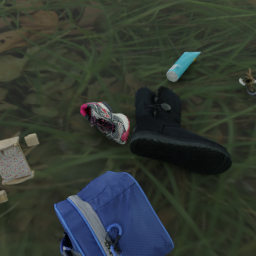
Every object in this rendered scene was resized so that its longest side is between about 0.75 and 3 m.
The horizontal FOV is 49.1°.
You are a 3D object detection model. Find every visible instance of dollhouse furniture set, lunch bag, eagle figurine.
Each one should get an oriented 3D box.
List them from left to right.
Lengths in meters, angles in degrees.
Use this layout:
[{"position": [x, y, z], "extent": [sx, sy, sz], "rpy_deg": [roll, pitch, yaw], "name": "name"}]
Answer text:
[{"position": [-2.827, 1.252, 6.436], "extent": [1.967, 1.678, 0.961], "rpy_deg": [-15, 29, -2], "name": "dollhouse furniture set"}, {"position": [-0.477, 2.009, 5.484], "extent": [1.698, 2.566, 1.743], "rpy_deg": [-31, 91, -19], "name": "lunch bag"}, {"position": [4.069, -1.475, 9.340], "extent": [0.603, 0.800, 0.607], "rpy_deg": [29, 73, 29], "name": "eagle figurine"}]

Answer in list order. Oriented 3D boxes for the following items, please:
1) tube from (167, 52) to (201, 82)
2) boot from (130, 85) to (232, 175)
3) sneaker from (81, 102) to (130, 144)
[{"position": [1.974, -2.317, 10.077], "extent": [0.666, 0.434, 1.721], "rpy_deg": [15, 50, 34], "name": "tube"}, {"position": [1.486, -0.081, 8.030], "extent": [2.855, 1.090, 2.399], "rpy_deg": [14, 46, -2], "name": "boot"}, {"position": [-0.661, -0.139, 8.046], "extent": [0.752, 0.812, 2.015], "rpy_deg": [-2, 25, -38], "name": "sneaker"}]
